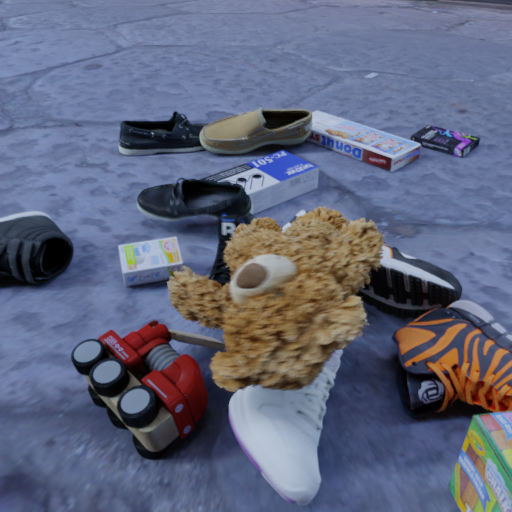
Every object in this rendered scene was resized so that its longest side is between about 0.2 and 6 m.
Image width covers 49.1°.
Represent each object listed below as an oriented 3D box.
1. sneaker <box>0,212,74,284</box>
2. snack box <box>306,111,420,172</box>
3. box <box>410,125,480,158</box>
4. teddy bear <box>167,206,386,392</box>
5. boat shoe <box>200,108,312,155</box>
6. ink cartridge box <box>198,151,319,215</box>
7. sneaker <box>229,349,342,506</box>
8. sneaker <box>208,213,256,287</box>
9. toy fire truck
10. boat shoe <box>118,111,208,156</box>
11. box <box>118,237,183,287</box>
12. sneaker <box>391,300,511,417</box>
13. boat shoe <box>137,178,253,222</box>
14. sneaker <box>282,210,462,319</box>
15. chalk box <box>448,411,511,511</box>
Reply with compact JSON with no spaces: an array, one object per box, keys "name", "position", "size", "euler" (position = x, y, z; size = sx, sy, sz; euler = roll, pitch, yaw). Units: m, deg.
[{"name":"sneaker","position":[-4.786,0.054,10.197],"size":[1.541,1.098,3.106],"euler":[23,35,38]},{"name":"snack box","position":[2.688,-3.322,15.863],"size":[1.335,0.451,3.712],"euler":[-28,43,-35]},{"name":"box","position":[5.374,-3.294,15.979],"size":[1.617,0.292,1.156],"euler":[23,40,32]},{"name":"teddy bear","position":[0.328,0.140,7.702],"size":[2.931,1.350,4.043],"euler":[3,25,23]},{"name":"boat shoe","position":[0.007,-3.591,15.276],"size":[3.131,1.192,1.122],"euler":[-12,72,-10]},{"name":"ink cartridge box","position":[0.029,-1.684,13.255],"size":[2.816,0.623,1.324],"euler":[-25,42,-33]},{"name":"sneaker","position":[0.454,1.645,7.355],"size":[1.547,1.163,3.106],"euler":[-34,33,15]},{"name":"sneaker","position":[-0.530,0.004,9.987],"size":[0.859,1.315,2.352],"euler":[-1,28,19]},{"name":"toy fire truck","position":[-1.216,1.611,7.990],"size":[2.084,1.341,1.834],"euler":[-36,46,-27]},{"name":"boat shoe","position":[-2.344,-3.537,15.686],"size":[3.035,1.006,1.134],"euler":[-6,34,-9]},{"name":"box","position":[-1.959,0.108,10.446],"size":[1.104,0.560,0.621],"euler":[-9,62,-14]},{"name":"sneaker","position":[3.055,1.892,7.568],"size":[1.847,1.279,3.297],"euler":[-17,27,-18]},{"name":"boat shoe","position":[-1.332,-1.229,11.571],"size":[2.491,0.826,0.931],"euler":[9,61,11]},{"name":"sneaker","position":[1.882,0.001,9.905],"size":[3.538,1.304,1.415],"euler":[18,52,23]},{"name":"chalk box","position":[2.978,2.401,6.123],"size":[1.076,1.738,1.081],"euler":[-4,34,-7]}]
